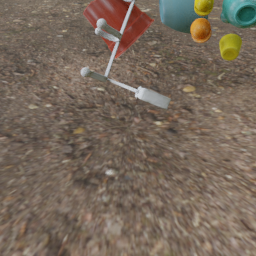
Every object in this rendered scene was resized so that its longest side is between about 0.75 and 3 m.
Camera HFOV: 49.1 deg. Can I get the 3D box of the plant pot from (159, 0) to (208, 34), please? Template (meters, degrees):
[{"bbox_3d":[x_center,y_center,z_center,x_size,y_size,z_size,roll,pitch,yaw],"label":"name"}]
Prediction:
[{"bbox_3d":[1.637,-3.787,8.676,1.236,1.835,1.835,-8,35,2],"label":"plant pot"}]

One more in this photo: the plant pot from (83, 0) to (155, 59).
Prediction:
[{"bbox_3d":[-0.248,-2.329,6.008,1.192,1.159,1.192,-41,17,15],"label":"plant pot"}]

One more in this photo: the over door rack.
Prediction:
[{"bbox_3d":[-0.002,-1.531,4.486,0.826,1.831,2.479,15,9,-32],"label":"over door rack"}]

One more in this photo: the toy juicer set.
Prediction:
[{"bbox_3d":[2.490,-2.928,6.454,1.732,2.723,0.741,23,55,-6],"label":"toy juicer set"}]
